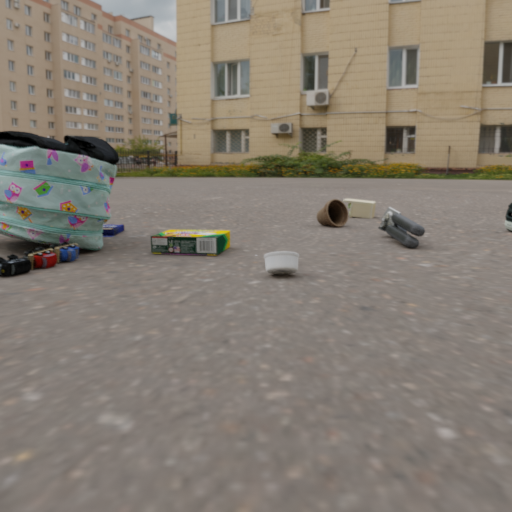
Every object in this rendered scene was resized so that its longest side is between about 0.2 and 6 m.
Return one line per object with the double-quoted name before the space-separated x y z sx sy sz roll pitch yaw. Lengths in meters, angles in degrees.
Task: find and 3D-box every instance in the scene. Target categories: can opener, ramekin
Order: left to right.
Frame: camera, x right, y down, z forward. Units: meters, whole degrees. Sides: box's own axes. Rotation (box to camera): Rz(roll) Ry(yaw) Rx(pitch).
"ramekin" 0.403 0.120 8.840 0.557 0.272 0.557 -1 -13 0
"can opener" 3.291 -0.599 12.425 0.702 0.560 2.099 21 12 -12

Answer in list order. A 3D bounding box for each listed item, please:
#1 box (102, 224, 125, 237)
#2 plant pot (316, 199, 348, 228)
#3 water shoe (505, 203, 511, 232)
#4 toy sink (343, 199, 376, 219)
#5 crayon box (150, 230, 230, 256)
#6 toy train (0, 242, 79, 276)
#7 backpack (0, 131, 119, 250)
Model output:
"box" -3.736 -0.626 13.751 0.735 0.197 1.213 0 11 0
"plant pot" 2.001 -1.100 15.207 0.767 0.767 0.669 -7 -5 -35
"water shoe" 7.067 -0.908 13.472 2.097 0.828 0.750 9 13 41
"toy sink" 3.204 -1.463 17.509 0.947 0.531 0.617 9 12 17
"crayon box" -1.285 -0.289 11.227 1.333 0.388 1.150 2 10 9
"toy train" -3.642 0.046 9.541 0.426 0.317 1.859 13 16 20
"backpack" -4.403 -1.397 11.657 3.080 2.336 3.691 -3 10 -44
